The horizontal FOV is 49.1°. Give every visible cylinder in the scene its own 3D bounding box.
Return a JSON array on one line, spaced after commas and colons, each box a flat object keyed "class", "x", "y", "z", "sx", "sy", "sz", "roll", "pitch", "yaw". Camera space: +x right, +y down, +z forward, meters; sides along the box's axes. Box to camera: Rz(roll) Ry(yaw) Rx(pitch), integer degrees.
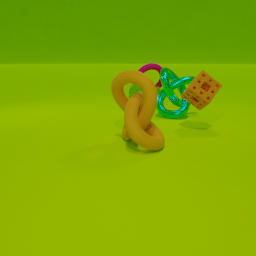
[{"class": "cylinder", "x": 0.706, "y": -1.338, "z": 11.514, "sx": 1.011, "sy": 1.011, "sz": 1.011, "roll": 13, "pitch": 11, "yaw": 41}]

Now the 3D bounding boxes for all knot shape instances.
[{"class": "knot shape", "x": 0.203, "y": -0.487, "z": 6.744, "sx": 0.912, "sy": 1.847, "sz": 1.973, "roll": -16, "pitch": 25, "yaw": -7}, {"class": "knot shape", "x": 1.680, "y": -1.379, "z": 9.994, "sx": 1.859, "sy": 1.739, "sz": 0.859, "roll": -37, "pitch": 11, "yaw": -19}]

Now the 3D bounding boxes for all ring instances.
[{"class": "ring", "x": 0.972, "y": -2.146, "z": 12.068, "sx": 1.360, "sy": 1.360, "sz": 0.272, "roll": -2, "pitch": 37, "yaw": -9}]

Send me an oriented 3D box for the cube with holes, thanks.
[{"class": "cube with holes", "x": 2.125, "y": -1.078, "z": 8.142, "sx": 0.712, "sy": 0.712, "sz": 0.712, "roll": 38, "pitch": -14, "yaw": 1}]
